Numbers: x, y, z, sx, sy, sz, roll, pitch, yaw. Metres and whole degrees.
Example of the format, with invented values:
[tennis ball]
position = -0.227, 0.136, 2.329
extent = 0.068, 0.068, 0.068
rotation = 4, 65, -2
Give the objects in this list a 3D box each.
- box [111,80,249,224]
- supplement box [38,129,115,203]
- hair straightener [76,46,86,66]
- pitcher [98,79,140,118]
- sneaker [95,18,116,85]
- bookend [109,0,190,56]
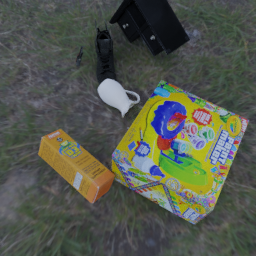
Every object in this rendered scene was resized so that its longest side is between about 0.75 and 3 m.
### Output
[box]
position = 1.284, 0.586, 7.276
extent = 2.498, 1.582, 2.594
rotation = 27, 62, 11
[supplement box]
position = -1.376, 0.941, 7.288
extent = 2.090, 0.719, 0.696
rotation = 35, 39, 19
[hair straightener]
position = -1.610, -2.449, 9.588
extent = 0.175, 0.857, 0.330
rotation = 8, 51, -27
[pitcher]
position = -0.272, -1.044, 8.859
extent = 1.192, 0.723, 1.023
rotation = 43, 51, 5
[sneaker]
position = -0.808, -2.508, 9.434
extent = 0.679, 1.180, 2.262
rotation = -5, 59, -2
[bookend]
position = 0.639, -3.406, 9.689
extent = 1.029, 2.233, 2.219
rotation = -37, 100, -19
